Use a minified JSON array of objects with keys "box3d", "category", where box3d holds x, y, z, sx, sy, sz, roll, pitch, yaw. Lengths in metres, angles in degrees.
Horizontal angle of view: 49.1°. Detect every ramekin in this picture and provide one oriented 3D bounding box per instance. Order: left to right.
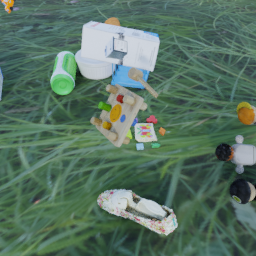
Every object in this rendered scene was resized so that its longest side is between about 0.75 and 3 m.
[{"box3d":[-1.460,-3.072,13.254,1.955,0.910,1.955,-1,41,0],"category":"ramekin"}]

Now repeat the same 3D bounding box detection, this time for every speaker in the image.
[{"box3d":[-2.828,-2.507,12.496,1.074,1.074,2.428,-3,41,-4],"category":"speaker"}]

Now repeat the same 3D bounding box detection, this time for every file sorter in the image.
[{"box3d":[0.200,-3.013,12.875,1.507,1.332,2.171,8,42,10],"category":"file sorter"}]

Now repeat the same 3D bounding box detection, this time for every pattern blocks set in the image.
[{"box3d":[0.622,0.140,10.138,1.451,0.134,1.651,-11,42,-12],"category":"pattern blocks set"}]

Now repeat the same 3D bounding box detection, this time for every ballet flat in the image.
[{"box3d":[0.233,2.053,7.470,2.306,0.737,0.872,16,44,18],"category":"ballet flat"}]

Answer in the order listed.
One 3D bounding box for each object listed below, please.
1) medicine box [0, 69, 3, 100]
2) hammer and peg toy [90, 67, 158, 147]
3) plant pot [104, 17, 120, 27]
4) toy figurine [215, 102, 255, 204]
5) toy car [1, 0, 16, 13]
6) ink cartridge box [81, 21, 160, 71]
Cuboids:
[{"box3d":[-6.465,-1.981,11.876,1.882,1.063,2.066,-10,42,-12],"category":"medicine box"},{"box3d":[-0.087,-0.407,4.763,0.454,1.287,0.946,20,12,-36],"category":"hammer and peg toy"},{"box3d":[-0.847,-5.843,16.494,1.028,1.028,0.719,-20,62,-22],"category":"plant pot"},{"box3d":[3.630,0.710,7.747,1.670,2.400,2.363,5,40,-15],"category":"toy figurine"},{"box3d":[-3.942,-4.172,9.128,0.405,0.598,1.218,17,24,-34],"category":"toy car"},{"box3d":[-0.180,-2.306,7.753,1.971,0.846,1.443,10,26,0],"category":"ink cartridge box"}]
